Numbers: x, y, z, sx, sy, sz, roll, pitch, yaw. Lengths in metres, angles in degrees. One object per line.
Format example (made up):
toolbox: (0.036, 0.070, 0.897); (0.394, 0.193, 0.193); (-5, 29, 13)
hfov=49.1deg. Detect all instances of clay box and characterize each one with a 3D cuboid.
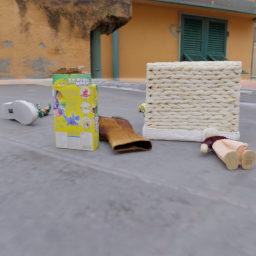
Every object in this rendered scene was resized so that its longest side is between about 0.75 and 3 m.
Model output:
clay box: (-1.409, -0.437, 7.606); (1.161, 2.021, 0.481); (4, 13, 14)

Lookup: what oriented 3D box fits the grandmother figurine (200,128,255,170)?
grandmother figurine: (2.410, 0.433, 7.084); (1.238, 0.618, 2.041); (7, 14, -9)

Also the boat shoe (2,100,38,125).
boat shoe: (-4.226, -0.682, 11.420); (2.624, 0.944, 0.862); (1, 14, 46)

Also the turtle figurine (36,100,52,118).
turtle figurine: (-3.813, -0.848, 12.701); (0.920, 0.619, 1.229); (-10, 24, 23)

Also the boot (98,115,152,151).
boot: (-0.641, 0.275, 8.116); (2.073, 0.754, 2.202); (4, 18, -20)

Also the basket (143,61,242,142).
basket: (2.056, -1.019, 9.476); (2.978, 2.395, 2.951); (1, 14, 10)

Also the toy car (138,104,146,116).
toy car: (1.147, -0.850, 13.094); (1.791, 0.399, 1.685); (4, 14, 18)
